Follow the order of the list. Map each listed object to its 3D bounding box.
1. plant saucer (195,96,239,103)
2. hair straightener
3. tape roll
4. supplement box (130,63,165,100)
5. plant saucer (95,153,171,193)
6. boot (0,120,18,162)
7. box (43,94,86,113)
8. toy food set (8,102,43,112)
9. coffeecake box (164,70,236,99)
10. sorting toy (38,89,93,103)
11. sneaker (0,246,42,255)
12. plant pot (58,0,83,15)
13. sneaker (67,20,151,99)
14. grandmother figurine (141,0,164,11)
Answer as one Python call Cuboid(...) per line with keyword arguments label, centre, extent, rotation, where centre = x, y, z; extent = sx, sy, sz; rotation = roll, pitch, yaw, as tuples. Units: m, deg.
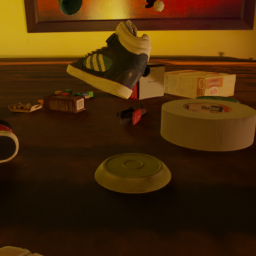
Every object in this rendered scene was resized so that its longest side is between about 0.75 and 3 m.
Cuboid(label="plant saucer", centre=(3.308, -0.922, 10.602), extent=(2.074, 0.373, 2.074), rotation=(0, 17, 0))
Cuboid(label="hair straightener", centre=(0.051, -0.557, 9.212), extent=(0.878, 0.467, 2.282), rotation=(4, 17, 13))
Cuboid(label="tape roll", centre=(2.069, -0.172, 7.399), extent=(2.386, 0.788, 2.386), rotation=(-1, 17, 0))
Cuboid(label="supplement box", centre=(0.212, -2.369, 13.390), extent=(1.488, 1.519, 2.940), rotation=(-13, 22, -33))
Cuboid(label="plant saucer", centre=(0.090, 0.772, 5.281), extent=(1.436, 0.223, 1.436), rotation=(-1, 17, 0))
Cuboid(label="boot", centre=(-3.739, 0.226, 6.080), extent=(2.406, 0.871, 1.736), rotation=(0, 14, -28))
Cuboid(label="box", centre=(-2.360, -0.923, 10.362), extent=(1.413, 0.529, 0.708), rotation=(9, 19, 21))
Cuboid(label="toy food set", centre=(-3.793, -0.827, 10.391), extent=(0.991, 0.299, 0.711), rotation=(5, 18, 15))
Cuboid(label="coffeecake box", centre=(3.267, -2.124, 13.411), extent=(2.145, 1.021, 2.794), rotation=(-12, 21, -34))
Cuboid(label="sorting toy", centre=(-2.679, -1.458, 12.368), extent=(1.478, 0.357, 2.624), rotation=(13, 21, 36))
Cuboid(label="sneaker", centre=(-1.754, 1.621, 1.604), extent=(2.939, 1.098, 1.205), rotation=(-10, 37, -17))
Cuboid(label="plant pot", centre=(-2.115, -4.524, 9.857), extent=(0.871, 0.871, 0.587), rotation=(-16, 58, -42))
Cuboid(label="sneaker", centre=(-0.306, -1.294, 4.960), extent=(1.684, 1.233, 0.678), rotation=(27, 3, 42))
Cuboid(label="grandmother figurine", centre=(0.842, -5.081, 10.931), extent=(0.444, 0.889, 1.467), rotation=(-29, 67, -36))
